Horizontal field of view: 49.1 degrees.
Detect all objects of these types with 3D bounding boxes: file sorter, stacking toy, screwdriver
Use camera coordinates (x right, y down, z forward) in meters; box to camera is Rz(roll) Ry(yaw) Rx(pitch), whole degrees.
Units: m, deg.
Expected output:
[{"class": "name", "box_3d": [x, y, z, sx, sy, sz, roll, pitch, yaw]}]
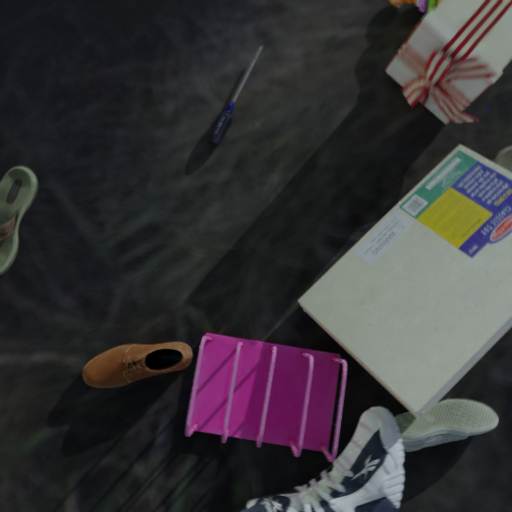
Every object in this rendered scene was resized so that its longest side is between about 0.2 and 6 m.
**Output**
[{"class": "file sorter", "box_3d": [0.168, 2.330, 9.334, 2.465, 1.546, 1.713, 9, 82, 1]}, {"class": "stacking toy", "box_3d": [3.415, -5.005, 10.770, 1.666, 0.914, 0.967, 4, 85, 13]}, {"class": "screwdriver", "box_3d": [-0.397, -3.083, 10.709, 0.320, 0.306, 2.197, 16, 80, 34]}]

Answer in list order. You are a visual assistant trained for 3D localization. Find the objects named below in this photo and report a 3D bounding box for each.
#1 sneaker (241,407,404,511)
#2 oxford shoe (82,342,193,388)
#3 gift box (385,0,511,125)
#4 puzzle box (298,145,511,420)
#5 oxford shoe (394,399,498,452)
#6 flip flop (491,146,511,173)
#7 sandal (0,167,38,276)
[{"class": "sneaker", "box_3d": [0.952, 4.016, 9.175, 2.238, 1.373, 3.439, 16, 93, -6]}, {"class": "oxford shoe", "box_3d": [-2.135, 1.874, 9.826, 1.970, 0.702, 0.703, -14, 82, -1]}, {"class": "gift box", "box_3d": [3.650, -3.519, 9.896, 1.949, 1.798, 1.819, 42, 76, 6]}, {"class": "puzzle box", "box_3d": [3.149, 0.260, 9.473, 4.231, 0.538, 2.815, -43, 55, -5]}, {"class": "oxford shoe", "box_3d": [3.241, 2.982, 9.779, 1.945, 0.731, 0.562, -8, 123, -9]}, {"class": "flip flop", "box_3d": [5.437, -0.883, 10.127, 1.158, 0.822, 2.856, -37, 84, -5]}, {"class": "sandal", "box_3d": [-4.710, -0.652, 10.199, 0.863, 0.620, 2.175, 16, 83, 2]}]
